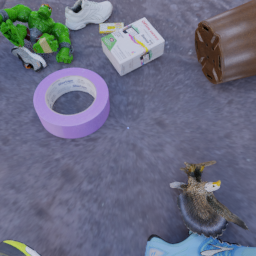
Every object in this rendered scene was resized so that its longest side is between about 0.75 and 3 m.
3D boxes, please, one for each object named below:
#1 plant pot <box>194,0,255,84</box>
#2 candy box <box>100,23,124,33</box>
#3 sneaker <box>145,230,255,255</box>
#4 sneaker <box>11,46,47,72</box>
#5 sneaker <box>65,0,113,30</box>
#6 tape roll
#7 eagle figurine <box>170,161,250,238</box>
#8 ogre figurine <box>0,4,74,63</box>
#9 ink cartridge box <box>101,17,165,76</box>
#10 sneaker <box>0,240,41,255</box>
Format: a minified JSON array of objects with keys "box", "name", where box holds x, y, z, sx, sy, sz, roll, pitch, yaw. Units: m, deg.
[{"box":[3.421,-2.517,8.114,2.447,2.472,2.472,-18,59,-3],"name":"plant pot"},{"box":[-0.582,-3.574,10.018,0.866,0.114,0.443,-2,56,-2],"name":"candy box"},{"box":[1.752,2.463,5.579,2.996,1.174,1.348,-4,54,-3],"name":"sneaker"},{"box":[-3.251,-2.206,8.941,1.329,0.491,0.527,29,66,17],"name":"sneaker"},{"box":[-1.364,-4.180,9.909,1.862,0.925,0.726,-29,63,-17],"name":"sneaker"},{"box":[-1.546,-0.734,7.887,2.040,0.669,2.040,0,58,-1],"name":"tape roll"},{"box":[1.693,1.540,6.105,1.281,1.274,1.688,-17,66,2],"name":"eagle figurine"},{"box":[-2.968,-3.174,9.042,2.648,1.299,1.587,9,48,-4],"name":"ogre figurine"},{"box":[0.164,-2.586,8.859,1.639,0.688,1.187,-30,69,-11],"name":"ink cartridge box"},{"box":[-1.625,2.958,4.865,2.286,0.844,0.925,47,54,11],"name":"sneaker"}]
